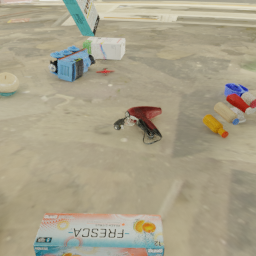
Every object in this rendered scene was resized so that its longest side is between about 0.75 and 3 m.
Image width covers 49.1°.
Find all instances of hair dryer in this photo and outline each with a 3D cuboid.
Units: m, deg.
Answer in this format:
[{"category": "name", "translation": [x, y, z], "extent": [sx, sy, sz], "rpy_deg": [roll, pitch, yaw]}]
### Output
[{"category": "hair dryer", "translation": [0.533, -0.153, 8.739], "extent": [1.460, 0.521, 1.916], "rpy_deg": [26, 42, 13]}]

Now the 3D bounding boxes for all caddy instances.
[{"category": "caddy", "translation": [4.162, -1.451, 10.794], "extent": [0.695, 0.516, 0.983], "rpy_deg": [-8, 30, -15]}]

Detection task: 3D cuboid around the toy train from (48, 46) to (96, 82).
[{"category": "toy train", "translation": [-2.547, -3.035, 13.075], "extent": [1.483, 1.125, 2.596], "rpy_deg": [19, 32, 14]}]

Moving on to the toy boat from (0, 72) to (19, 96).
[{"category": "toy boat", "translation": [-5.210, -1.685, 11.095], "extent": [1.708, 0.794, 1.436], "rpy_deg": [1, 33, -15]}]

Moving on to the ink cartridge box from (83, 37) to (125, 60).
[{"category": "ink cartridge box", "translation": [-1.295, -4.481, 15.714], "extent": [2.121, 0.891, 1.536], "rpy_deg": [4, 30, 7]}]

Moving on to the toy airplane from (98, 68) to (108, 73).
[{"category": "toy airplane", "translation": [-1.089, -2.698, 13.328], "extent": [0.928, 0.171, 0.928], "rpy_deg": [-2, 30, 1]}]

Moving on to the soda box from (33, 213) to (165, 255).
[{"category": "soda box", "translation": [-0.441, 1.925, 4.719], "extent": [2.068, 0.658, 0.707], "rpy_deg": [0, 30, 2]}]

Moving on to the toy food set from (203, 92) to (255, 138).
[{"category": "toy food set", "translation": [3.425, -0.440, 8.635], "extent": [2.013, 0.961, 0.906], "rpy_deg": [-14, 44, -24]}]

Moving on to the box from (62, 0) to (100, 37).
[{"category": "box", "translation": [-1.480, -3.835, 8.885], "extent": [0.478, 1.945, 0.800], "rpy_deg": [8, 73, 15]}]
